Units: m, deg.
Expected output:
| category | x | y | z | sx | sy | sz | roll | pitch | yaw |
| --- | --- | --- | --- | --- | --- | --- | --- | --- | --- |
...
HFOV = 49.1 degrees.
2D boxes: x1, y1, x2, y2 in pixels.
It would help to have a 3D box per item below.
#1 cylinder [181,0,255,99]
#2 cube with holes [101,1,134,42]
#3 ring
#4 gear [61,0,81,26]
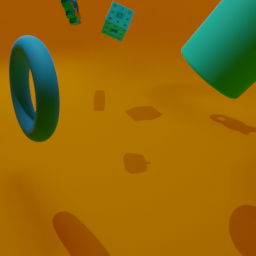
| category | x | y | z | sx | sy | sz | roll | pitch | yaw |
| --- | --- | --- | --- | --- | --- | --- | --- | --- | --- |
| cylinder | 1.726 | -1.327 | 4.452 | 1.259 | 1.259 | 1.259 | 29 | 31 | -20 |
| cube with holes | -0.337 | -3.354 | 8.877 | 0.729 | 0.729 | 0.729 | 22 | 71 | -11 |
| ring | -1.532 | -0.599 | 4.474 | 0.335 | 1.676 | 1.676 | -11 | 30 | -35 |
| gear | -2.057 | -4.475 | 9.761 | 0.313 | 1.691 | 1.691 | -13 | 29 | 4 |
